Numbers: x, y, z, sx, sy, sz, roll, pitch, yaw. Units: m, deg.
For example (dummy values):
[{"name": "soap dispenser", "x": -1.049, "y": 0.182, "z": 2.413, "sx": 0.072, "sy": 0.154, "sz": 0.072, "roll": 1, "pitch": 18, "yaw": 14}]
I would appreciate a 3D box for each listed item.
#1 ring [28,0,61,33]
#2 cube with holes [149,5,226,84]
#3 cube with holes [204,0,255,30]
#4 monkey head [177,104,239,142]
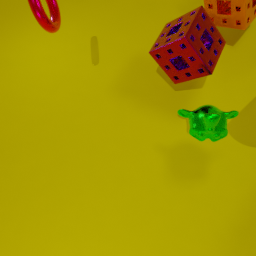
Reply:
[{"name": "ring", "x": -1.868, "y": -2.774, "z": 6.264, "sx": 0.256, "sy": 1.279, "sz": 1.279, "roll": -12, "pitch": 63, "yaw": 11}, {"name": "cube with holes", "x": 1.556, "y": -2.098, "z": 7.298, "sx": 1.214, "sy": 1.214, "sz": 1.214, "roll": 43, "pitch": 61, "yaw": -27}, {"name": "cube with holes", "x": 3.279, "y": -4.055, "z": 8.617, "sx": 1.332, "sy": 1.332, "sz": 1.332, "roll": 25, "pitch": 63, "yaw": 37}, {"name": "monkey head", "x": 1.967, "y": -0.238, "z": 6.817, "sx": 1.511, "sy": 1.087, "sz": 0.911, "roll": 2, "pitch": 56, "yaw": 9}]
